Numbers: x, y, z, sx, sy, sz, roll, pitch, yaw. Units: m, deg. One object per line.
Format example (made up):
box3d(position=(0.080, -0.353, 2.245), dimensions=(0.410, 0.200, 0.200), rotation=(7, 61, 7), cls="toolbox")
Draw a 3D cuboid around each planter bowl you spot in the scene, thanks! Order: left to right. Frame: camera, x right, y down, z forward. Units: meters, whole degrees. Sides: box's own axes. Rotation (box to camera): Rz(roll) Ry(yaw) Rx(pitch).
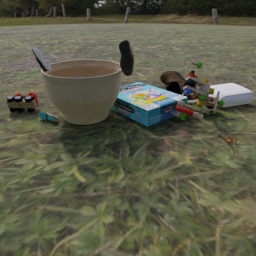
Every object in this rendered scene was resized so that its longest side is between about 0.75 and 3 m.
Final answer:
box3d(position=(-1.665, -1.356, 10.761), dimensions=(2.971, 2.000, 2.971), rotation=(0, 26, 0), cls="planter bowl")

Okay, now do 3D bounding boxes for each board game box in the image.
box3d(position=(0.639, -1.128, 11.803), dimensions=(2.220, 0.690, 2.941), rotation=(-20, 32, -35), cls="board game box")

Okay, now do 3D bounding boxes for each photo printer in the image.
box3d(position=(4.382, -1.482, 12.595), dimensions=(1.823, 0.633, 1.516), rotation=(-10, 28, -18), cls="photo printer")

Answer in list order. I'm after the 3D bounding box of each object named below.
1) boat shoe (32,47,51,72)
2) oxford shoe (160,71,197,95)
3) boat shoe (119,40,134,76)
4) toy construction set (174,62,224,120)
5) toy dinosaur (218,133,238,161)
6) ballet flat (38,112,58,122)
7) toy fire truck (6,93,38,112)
box3d(position=(-2.739, -2.126, 8.735), dimensions=(0.249, 0.826, 0.305), rotation=(-18, 34, 26), cls="boat shoe")
box3d(position=(2.219, -2.253, 13.916), dimensions=(1.048, 0.902, 2.483), rotation=(-14, 29, -23), cls="oxford shoe")
box3d(position=(0.015, -2.340, 9.489), dimensions=(0.501, 1.325, 0.489), rotation=(-12, -23, 19), cls="boat shoe")
box3d(position=(2.928, -1.098, 11.010), dimensions=(1.745, 1.894, 2.271), rotation=(19, 50, 10), cls="toy construction set")
box3d(position=(3.041, 0.464, 8.307), dimensions=(0.277, 0.488, 0.918), rotation=(-9, 56, -29), cls="toy dinosaur")
box3d(position=(-3.071, -0.419, 10.869), dimensions=(0.912, 0.311, 0.307), rotation=(20, 11, 26), cls="ballet flat")
box3d(position=(-4.397, -1.202, 12.030), dimensions=(1.161, 0.849, 1.319), rotation=(1, 36, 2), cls="toy fire truck")
